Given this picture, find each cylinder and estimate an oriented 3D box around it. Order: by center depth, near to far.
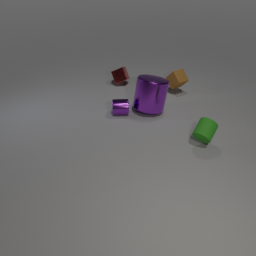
[{"bbox_3d":[2.771,0.084,10.056,0.700,0.700,0.700,22,73,32],"label":"cylinder"},{"bbox_3d":[-0.329,-0.922,12.303,0.700,0.700,0.700,-2,31,-2],"label":"cylinder"},{"bbox_3d":[0.999,-1.501,12.349,1.400,1.400,1.400,8,24,-4],"label":"cylinder"}]

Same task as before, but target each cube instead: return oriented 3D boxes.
[{"bbox_3d":[2.483,-2.464,14.099,0.700,0.700,0.700,-20,81,-33],"label":"cube"},{"bbox_3d":[-0.408,-2.879,15.241,0.700,0.700,0.700,-18,10,17],"label":"cube"}]
